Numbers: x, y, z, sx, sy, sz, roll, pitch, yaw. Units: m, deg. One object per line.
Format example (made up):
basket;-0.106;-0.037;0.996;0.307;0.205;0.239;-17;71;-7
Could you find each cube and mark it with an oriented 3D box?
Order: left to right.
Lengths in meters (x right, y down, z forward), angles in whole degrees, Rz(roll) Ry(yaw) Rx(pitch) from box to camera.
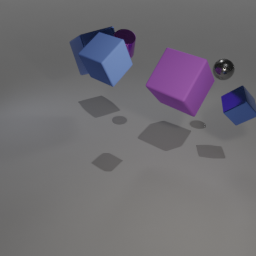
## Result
cube;-1.235;-2.957;10.884;1.400;1.400;1.400;-24;16;-23
cube;-0.451;-1.416;5.794;0.700;0.700;0.700;28;70;31
cube;1.663;-1.415;8.788;1.400;1.400;1.400;28;-3;31
cube;3.179;-0.633;8.001;0.700;0.700;0.700;-30;37;36

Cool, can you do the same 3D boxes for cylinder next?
cylinder;-0.127;-2.649;8.931;0.700;0.700;0.700;2;60;-4

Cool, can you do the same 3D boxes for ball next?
ball;3.189;-1.945;9.349;0.700;0.700;0.700;0;29;0
